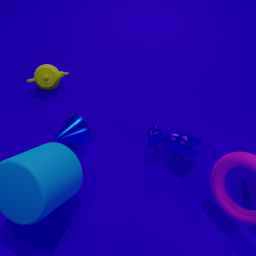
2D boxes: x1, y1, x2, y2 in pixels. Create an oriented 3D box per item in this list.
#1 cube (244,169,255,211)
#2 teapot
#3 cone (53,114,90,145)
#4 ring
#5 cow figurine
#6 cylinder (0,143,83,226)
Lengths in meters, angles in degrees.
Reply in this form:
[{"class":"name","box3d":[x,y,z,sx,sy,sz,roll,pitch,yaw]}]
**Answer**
[{"class":"cube","box3d":[3.410,1.334,6.518,0.968,0.968,0.968,2,59,1]},{"class":"teapot","box3d":[-2.520,-1.606,8.846,1.314,0.817,0.643,-13,12,-6]},{"class":"cone","box3d":[-1.614,0.180,7.276,0.894,0.894,0.897,29,30,20]},{"class":"ring","box3d":[2.465,1.287,5.908,0.320,1.601,1.601,-14,51,-39]},{"class":"cow figurine","box3d":[1.120,0.315,7.234,1.214,0.677,1.234,13,3,-38]},{"class":"cylinder","box3d":[-1.940,1.154,6.125,1.397,1.397,1.397,23,20,16]}]
